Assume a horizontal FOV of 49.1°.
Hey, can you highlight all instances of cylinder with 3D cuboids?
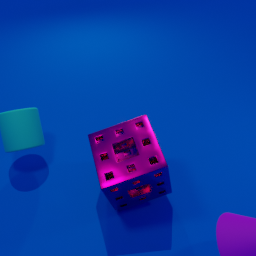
[{"bbox_3d":[-2.401,0.046,6.323,0.871,0.871,0.871,-11,3,1],"label":"cylinder"}]

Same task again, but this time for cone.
[{"bbox_3d":[2.287,1.771,4.317,1.272,1.277,1.272,28,44,-31],"label":"cone"}]

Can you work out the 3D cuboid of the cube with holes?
[{"bbox_3d":[0.059,0.728,5.605,1.217,1.217,1.217,-19,54,-1],"label":"cube with holes"}]
